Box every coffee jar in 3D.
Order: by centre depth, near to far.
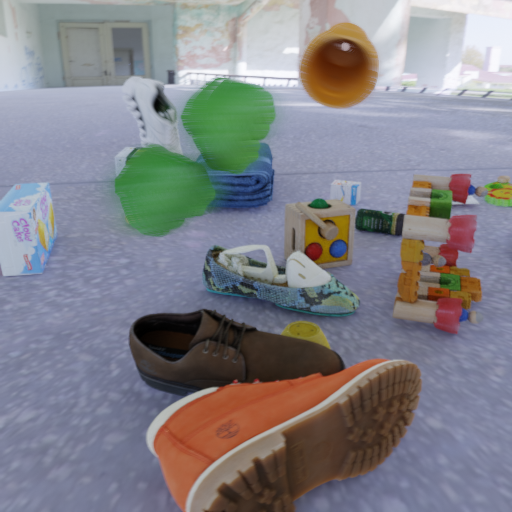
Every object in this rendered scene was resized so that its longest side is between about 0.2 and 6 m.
[{"bbox_3d":[2.814,-0.756,12.513,1.128,0.481,0.588,10,16,23],"label":"coffee jar"}]

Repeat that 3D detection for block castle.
[{"bbox_3d":[3.066,-0.140,9.099,1.334,1.900,2.844,8,24,16],"label":"block castle"}]

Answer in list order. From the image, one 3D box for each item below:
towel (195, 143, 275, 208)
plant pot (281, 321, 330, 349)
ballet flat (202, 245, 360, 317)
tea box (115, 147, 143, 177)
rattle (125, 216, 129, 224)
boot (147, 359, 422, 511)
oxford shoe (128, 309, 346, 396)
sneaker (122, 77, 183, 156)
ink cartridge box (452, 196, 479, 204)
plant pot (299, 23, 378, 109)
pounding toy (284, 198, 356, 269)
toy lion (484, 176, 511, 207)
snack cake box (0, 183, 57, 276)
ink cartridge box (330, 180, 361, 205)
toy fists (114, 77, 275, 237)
[{"bbox_3d":[-0.664,-2.252,15.560,2.342,1.018,4.194,1,23,2],"label":"towel"},{"bbox_3d":[0.613,1.233,7.372,0.880,0.625,0.880,0,22,0],"label":"plant pot"},{"bbox_3d":[0.344,0.325,9.228,2.763,1.026,1.026,8,23,18],"label":"ballet flat"},{"bbox_3d":[-3.281,-2.609,16.490,1.407,0.956,1.431,0,22,0],"label":"tea box"},{"bbox_3d":[-2.436,-1.105,12.897,1.307,0.934,0.851,14,7,44],"label":"rattle"},{"bbox_3d":[0.362,1.637,5.843,2.996,1.124,1.606,-15,21,-31],"label":"boot"},{"bbox_3d":[-0.292,1.184,6.573,2.662,1.124,0.967,2,49,11],"label":"oxford shoe"},{"bbox_3d":[-2.067,-2.797,12.219,0.920,2.271,0.853,7,46,32],"label":"sneaker"},{"bbox_3d":[5.146,-1.499,14.758,0.995,0.308,1.227,-1,31,-5],"label":"ink cartridge box"},{"bbox_3d":[1.618,-3.730,10.574,1.410,1.410,1.291,5,45,13],"label":"plant pot"},{"bbox_3d":[1.157,-0.489,10.527,1.348,1.464,1.041,-8,23,-18],"label":"pounding toy"},{"bbox_3d":[6.635,-1.668,14.969,1.335,0.478,1.393,-17,26,-18],"label":"toy lion"},{"bbox_3d":[-4.522,-0.592,11.073,0.728,1.246,2.167,-4,22,-10],"label":"snack cake box"},{"bbox_3d":[2.351,-1.673,14.753,0.713,0.516,0.525,8,23,20],"label":"ink cartridge box"},{"bbox_3d":[-0.811,-1.354,7.814,2.625,0.903,1.338,-45,39,-1],"label":"toy fists"}]
